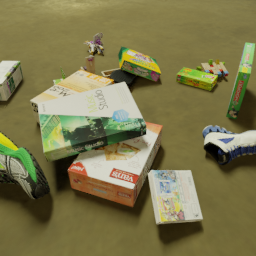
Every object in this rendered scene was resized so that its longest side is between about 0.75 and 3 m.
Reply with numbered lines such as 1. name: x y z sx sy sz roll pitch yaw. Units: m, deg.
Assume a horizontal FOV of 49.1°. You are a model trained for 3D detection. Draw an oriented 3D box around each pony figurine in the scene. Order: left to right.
1. pony figurine: -1.659 -4.268 14.442 1.066 0.919 1.104 -22 58 -13

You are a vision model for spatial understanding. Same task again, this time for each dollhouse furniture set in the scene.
1. dollhouse furniture set: -1.098 -2.775 12.100 1.701 1.207 1.348 -14 40 -17

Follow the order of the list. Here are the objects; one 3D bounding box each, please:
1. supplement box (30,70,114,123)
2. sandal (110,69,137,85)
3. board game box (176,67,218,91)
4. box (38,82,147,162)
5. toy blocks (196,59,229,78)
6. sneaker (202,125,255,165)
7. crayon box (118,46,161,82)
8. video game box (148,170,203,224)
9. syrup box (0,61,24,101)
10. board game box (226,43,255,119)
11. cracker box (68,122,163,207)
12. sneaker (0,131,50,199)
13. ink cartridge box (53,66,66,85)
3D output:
1. supplement box: -1.865 -0.988 9.973 1.645 0.960 2.610 21 44 25
2. sandal: -0.139 -2.109 11.813 0.818 0.521 2.175 39 33 6
3. board game box: 2.924 -2.107 11.932 1.539 0.366 0.782 21 43 24
4. box: -1.092 -0.274 8.010 2.776 0.504 2.003 -16 48 -8
5. toy blocks: 3.781 -2.478 12.309 1.292 0.645 0.883 -5 50 -8
6. sneaker: 3.105 0.631 8.201 1.982 0.801 1.145 8 42 21
7. crayon box: 0.477 -2.813 12.237 1.725 0.503 1.488 16 33 -18
8. video game box: 1.095 1.602 6.596 1.108 0.285 1.216 5 59 -23
9. syrup box: -5.023 -1.958 11.398 0.809 0.782 1.987 1 38 1
10. board game box: 4.206 -1.814 10.386 0.393 1.815 2.698 14 40 18
11. cracker box: -0.234 0.757 7.939 1.787 0.769 2.667 13 40 16
12. sneaker: -3.147 1.148 7.360 2.961 1.155 1.261 21 49 37
13. ink cartridge box: -2.639 -1.718 10.857 0.408 1.076 0.795 -14 40 -17
